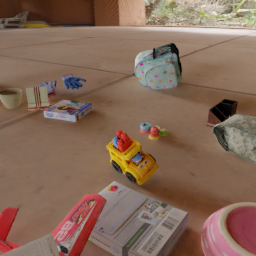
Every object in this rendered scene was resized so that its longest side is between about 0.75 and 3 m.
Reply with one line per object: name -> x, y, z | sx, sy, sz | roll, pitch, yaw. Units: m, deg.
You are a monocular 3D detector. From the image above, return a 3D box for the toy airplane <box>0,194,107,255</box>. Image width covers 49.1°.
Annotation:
toy airplane -> -1.640, 2.064, 4.396 | 2.877, 0.529, 2.877 | -2, 41, 1

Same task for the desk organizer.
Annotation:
desk organizer -> 3.407, -0.531, 10.069 | 0.560, 0.601, 1.561 | 18, 30, 33

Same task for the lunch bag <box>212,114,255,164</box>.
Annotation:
lunch bag -> 3.422, 0.196, 8.100 | 1.330, 0.953, 1.622 | -22, 38, -39

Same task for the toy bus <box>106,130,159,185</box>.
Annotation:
toy bus -> 0.059, 0.608, 6.725 | 0.806, 1.141, 1.188 | -39, 47, -22

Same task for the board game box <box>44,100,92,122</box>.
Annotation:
board game box -> -2.278, -0.691, 10.801 | 1.352, 0.279, 1.356 | 9, 26, 18

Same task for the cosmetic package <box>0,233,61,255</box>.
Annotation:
cosmetic package -> -0.891, 2.433, 3.060 | 0.963, 0.591, 2.333 | -17, 44, -25

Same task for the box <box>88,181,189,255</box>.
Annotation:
box -> 0.025, 1.780, 5.359 | 1.810, 0.373, 1.411 | 17, 29, 31

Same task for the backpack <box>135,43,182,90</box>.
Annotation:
backpack -> 1.392, -2.824, 13.487 | 2.183, 1.919, 1.674 | -3, 52, 19

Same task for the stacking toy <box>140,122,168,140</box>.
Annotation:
stacking toy -> 0.877, -0.005, 9.211 | 0.801, 0.374, 0.885 | -16, 30, -30

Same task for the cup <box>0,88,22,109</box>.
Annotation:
cup -> -4.746, -1.172, 11.391 | 0.920, 0.658, 0.920 | 0, 24, 0

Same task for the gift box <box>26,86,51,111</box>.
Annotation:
gift box -> -3.550, -1.172, 11.160 | 0.896, 0.907, 0.971 | -7, 6, -12

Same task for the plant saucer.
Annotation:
plant saucer -> 2.297, 1.949, 4.850 | 1.968, 0.499, 1.968 | 0, 24, 0

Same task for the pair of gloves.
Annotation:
pair of gloves -> -3.202, -2.024, 13.295 | 2.369, 0.270, 1.904 | -18, 34, -17
